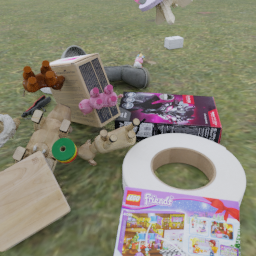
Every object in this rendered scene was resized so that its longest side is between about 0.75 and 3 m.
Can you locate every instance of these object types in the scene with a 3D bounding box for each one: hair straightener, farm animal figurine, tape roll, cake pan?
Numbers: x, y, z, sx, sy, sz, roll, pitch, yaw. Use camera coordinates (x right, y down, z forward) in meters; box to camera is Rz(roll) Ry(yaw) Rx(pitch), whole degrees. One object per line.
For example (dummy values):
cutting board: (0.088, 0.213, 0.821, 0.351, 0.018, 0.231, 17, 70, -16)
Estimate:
hair straightener: (-2.919, -0.658, 9.043, 0.507, 0.270, 1.317, 15, 36, 21)
farm animal figurine: (-1.516, 0.125, 6.558, 2.988, 1.558, 2.955, 37, 67, 1)
tape roll: (1.211, 1.049, 6.279, 2.707, 0.495, 2.707, -1, 34, 0)
cake pan: (-1.979, -2.322, 10.557, 0.276, 1.505, 1.505, -2, 28, 32)

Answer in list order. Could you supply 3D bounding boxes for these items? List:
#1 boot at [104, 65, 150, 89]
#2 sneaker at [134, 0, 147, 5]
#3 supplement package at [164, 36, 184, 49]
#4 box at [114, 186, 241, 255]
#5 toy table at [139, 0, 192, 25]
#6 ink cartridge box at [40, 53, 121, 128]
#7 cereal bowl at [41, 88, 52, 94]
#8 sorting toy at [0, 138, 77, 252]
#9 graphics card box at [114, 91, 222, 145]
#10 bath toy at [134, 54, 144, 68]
boot: (-0.659, -1.874, 10.133, 2.352, 0.853, 2.138, -3, 17, -29)
sneaker: (0.128, -3.030, 6.021, 0.363, 0.919, 0.438, -33, -2, 10)
supplement package: (2.372, -4.421, 14.500, 0.843, 0.495, 0.493, -15, 36, -21)
box: (0.828, 1.814, 4.717, 2.001, 0.391, 1.369, 6, 62, 8)
toy table: (1.282, -4.225, 9.465, 1.604, 0.939, 1.475, -12, 47, 48)
ink cartridge box: (-1.340, -1.035, 7.699, 0.803, 1.761, 2.137, -33, 26, -30)
cereal bowl: (-2.734, -1.732, 10.486, 1.133, 0.472, 1.133, -1, 33, 0)
sorting toy: (-2.010, 1.407, 5.297, 2.781, 0.470, 1.341, -30, 68, -9)
graphics card box: (1.132, -0.321, 8.131, 2.858, 0.727, 1.793, 4, 34, 7)
bath toy: (0.509, -2.952, 12.421, 0.373, 0.439, 1.010, 22, 38, -7)
